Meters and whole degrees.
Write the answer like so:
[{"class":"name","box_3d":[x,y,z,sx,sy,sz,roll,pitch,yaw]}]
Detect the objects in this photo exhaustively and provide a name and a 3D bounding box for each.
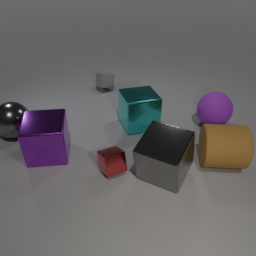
[{"class":"cube","box_3d":[-0.512,1.058,8.973,0.700,0.700,0.700,-15,18,-24]},{"class":"cube","box_3d":[1.127,0.852,8.549,1.400,1.400,1.400,17,51,25]},{"class":"ball","box_3d":[-4.396,-0.303,10.619,1.400,1.400,1.400,0,32,0]},{"class":"cube","box_3d":[-1.170,-2.427,14.247,0.700,0.700,0.700,-6,17,-37]},{"class":"cube","box_3d":[0.452,-0.754,11.329,1.400,1.400,1.400,-8,33,-14]},{"class":"cylinder","box_3d":[3.115,0.591,9.091,1.400,1.400,1.400,2,33,4]},{"class":"cube","box_3d":[-2.784,0.323,9.529,1.400,1.400,1.400,-4,39,-6]},{"class":"ball","box_3d":[3.500,-0.763,11.292,1.400,1.400,1.400,0,32,0]}]
